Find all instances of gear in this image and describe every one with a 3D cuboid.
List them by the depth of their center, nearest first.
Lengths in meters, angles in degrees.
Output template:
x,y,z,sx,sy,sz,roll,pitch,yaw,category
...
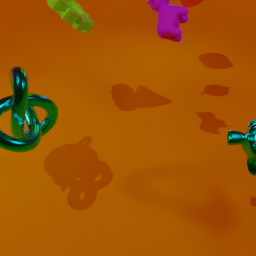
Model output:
x,y,z,sx,sy,sz,roll,pitch,yaw,category
-1.561,-3.103,7.133,0.299,1.614,1.614,-42,38,18,gear

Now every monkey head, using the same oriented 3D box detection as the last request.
x,y,z,sx,sy,sz,roll,pitch,yaw,category
2.047,0.246,4.696,0.739,0.619,1.028,3,70,20,monkey head

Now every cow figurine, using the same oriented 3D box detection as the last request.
x,y,z,sx,sy,sz,roll,pitch,yaw,category
0.769,-2.392,5.972,1.004,0.560,1.020,17,87,14,cow figurine

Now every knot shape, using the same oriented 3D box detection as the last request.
x,y,z,sx,sy,sz,roll,pitch,yaw,category
-1.916,-0.189,5.000,0.721,1.560,1.460,-3,40,16,knot shape

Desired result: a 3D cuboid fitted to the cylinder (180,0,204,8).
x,y,z,sx,sy,sz,roll,pitch,yaw,category
2.046,-4.714,9.170,1.036,1.036,1.036,-18,78,-21,cylinder
